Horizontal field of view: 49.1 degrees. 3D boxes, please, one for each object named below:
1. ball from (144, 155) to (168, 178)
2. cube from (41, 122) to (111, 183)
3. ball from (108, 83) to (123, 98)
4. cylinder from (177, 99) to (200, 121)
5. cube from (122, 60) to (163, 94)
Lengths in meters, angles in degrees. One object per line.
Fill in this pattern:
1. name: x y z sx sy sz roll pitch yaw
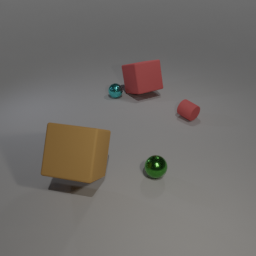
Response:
1. ball: 0.850 1.176 8.529 0.700 0.700 0.700 0 31 0
2. cube: -1.390 0.653 7.798 1.400 1.400 1.400 7 -1 11
3. ball: -0.605 -1.810 13.555 0.700 0.700 0.700 0 31 0
4. cylinder: 2.532 -0.748 11.727 0.700 0.700 0.700 -24 46 -34
5. cube: 0.690 -2.487 13.635 1.400 1.400 1.400 -16 15 -25
